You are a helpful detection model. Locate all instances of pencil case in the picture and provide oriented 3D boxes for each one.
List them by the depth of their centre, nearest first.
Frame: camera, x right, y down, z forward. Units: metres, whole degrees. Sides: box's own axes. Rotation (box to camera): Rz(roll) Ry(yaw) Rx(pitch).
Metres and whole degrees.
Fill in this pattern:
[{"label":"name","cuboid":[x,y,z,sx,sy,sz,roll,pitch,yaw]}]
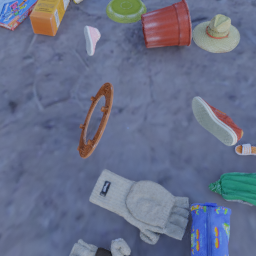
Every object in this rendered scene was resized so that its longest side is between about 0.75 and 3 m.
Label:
[{"label":"pencil case","cuboid":[1.807,2.838,6.112,0.945,1.052,2.422,3,57,12]}]

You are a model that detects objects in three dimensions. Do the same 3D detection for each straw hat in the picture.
[{"label":"straw hat","cuboid":[3.340,-3.701,10.293,1.881,0.796,1.881,0,59,-1]}]

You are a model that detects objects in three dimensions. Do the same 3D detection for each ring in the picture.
[{"label":"ring","cuboid":[-0.935,-0.236,7.449,0.205,2.134,2.134,19,56,-20]}]

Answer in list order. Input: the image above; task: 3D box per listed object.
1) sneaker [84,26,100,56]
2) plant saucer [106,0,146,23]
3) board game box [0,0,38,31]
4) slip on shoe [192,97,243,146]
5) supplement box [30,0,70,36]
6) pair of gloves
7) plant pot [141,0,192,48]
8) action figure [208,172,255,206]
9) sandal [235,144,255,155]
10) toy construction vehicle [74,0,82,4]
[{"label":"sneaker","cuboid":[-0.972,-2.492,8.028,0.443,0.319,0.848,-6,84,-35]},{"label":"plant saucer","cuboid":[-0.077,-4.873,11.330,1.664,0.259,1.664,0,58,0]},{"label":"board game box","cuboid":[-4.455,-5.172,11.493,1.510,0.285,2.934,22,61,14]},{"label":"slip on shoe","cuboid":[1.860,-0.187,5.951,0.422,0.511,1.379,-21,51,-25]},{"label":"supplement box","cuboid":[-2.952,-4.772,10.918,0.855,0.884,2.570,8,56,2]},{"label":"pair of gloves","cuboid":[0.067,2.642,6.534,2.518,0.519,2.962,14,63,6]},{"label":"plant pot","cuboid":[1.295,-3.546,9.862,1.531,1.574,1.574,-10,59,3]},{"label":"action figure","cuboid":[3.153,1.576,7.169,2.107,0.576,1.245,4,59,11]},{"label":"sandal","cuboid":[3.486,0.590,7.968,0.829,0.238,0.318,2,58,1]},{"label":"toy construction vehicle","cuboid":[-2.047,-6.213,11.604,1.601,0.648,1.839,-28,64,16]}]
